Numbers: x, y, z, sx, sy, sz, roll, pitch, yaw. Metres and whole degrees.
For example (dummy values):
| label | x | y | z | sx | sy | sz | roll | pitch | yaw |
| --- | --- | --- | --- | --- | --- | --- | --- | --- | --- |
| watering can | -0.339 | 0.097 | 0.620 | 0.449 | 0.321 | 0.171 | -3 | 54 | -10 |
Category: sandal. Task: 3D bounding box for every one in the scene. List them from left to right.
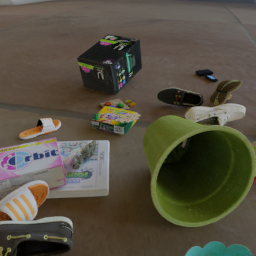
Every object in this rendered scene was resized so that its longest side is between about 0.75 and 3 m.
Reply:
| label | x | y | z | sx | sy | sz | roll | pitch | yaw |
| --- | --- | --- | --- | --- | --- | --- | --- | --- | --- |
| sandal | -3.018 | 2.334 | 6.979 | 2.568 | 0.984 | 0.736 | -31 | 45 | -27 |
| sandal | -3.438 | -0.060 | 11.008 | 1.712 | 0.490 | 0.656 | -25 | 40 | -33 |
| sandal | 4.609 | -1.606 | 13.398 | 0.932 | 0.627 | 2.322 | 21 | 53 | 36 |

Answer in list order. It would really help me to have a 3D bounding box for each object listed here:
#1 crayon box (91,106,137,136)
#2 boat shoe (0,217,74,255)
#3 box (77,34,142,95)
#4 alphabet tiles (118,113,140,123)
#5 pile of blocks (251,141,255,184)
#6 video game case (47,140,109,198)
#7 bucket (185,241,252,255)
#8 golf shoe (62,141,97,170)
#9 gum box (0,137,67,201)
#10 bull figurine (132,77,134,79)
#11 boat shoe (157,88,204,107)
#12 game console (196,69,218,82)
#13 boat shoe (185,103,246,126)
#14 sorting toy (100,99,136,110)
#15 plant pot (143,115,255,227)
| label | x | y | z | sx | sy | sz | roll | pitch | yaw |
| --- | --- | --- | --- | --- | --- | --- | --- | --- | --- |
| crayon box | -0.560 | -0.334 | 11.479 | 1.502 | 0.438 | 1.296 | 13 | 35 | 19 |
| boat shoe | -2.504 | 2.653 | 6.431 | 2.473 | 0.882 | 0.745 | -6 | 29 | -14 |
| box | -0.858 | -3.359 | 14.549 | 2.106 | 1.762 | 2.835 | 19 | 49 | 26 |
| alphabet tiles | 0.043 | -0.399 | 10.926 | 0.839 | 0.061 | 0.821 | -21 | 25 | -16 |
| pile of blocks | 3.822 | 1.251 | 8.908 | 2.652 | 1.089 | 0.824 | -31 | 86 | -26 |
| video game case | -2.010 | 1.249 | 9.122 | 2.780 | 0.329 | 2.530 | -2 | 33 | -2 |
| bucket | 1.730 | 3.358 | 4.794 | 2.283 | 1.485 | 2.283 | 0 | 32 | 0 |
| golf shoe | -1.571 | 0.772 | 9.137 | 0.656 | 0.528 | 1.349 | 13 | 33 | 28 |
| gum box | -3.174 | 1.214 | 8.088 | 2.492 | 0.824 | 1.414 | -12 | 35 | -17 |
| bull figurine | -0.206 | -2.983 | 15.663 | 0.711 | 0.382 | 1.172 | -29 | 41 | -32 |
| boat shoe | 2.361 | -1.362 | 12.656 | 2.092 | 0.765 | 0.656 | 7 | 17 | 3 |
| game console | 4.554 | -2.964 | 15.811 | 0.895 | 0.183 | 1.518 | -12 | 35 | -17 |
| boat shoe | 3.586 | -0.370 | 11.262 | 2.508 | 0.888 | 0.869 | -6 | 52 | -5 |
| sorting toy | -0.432 | -1.108 | 12.909 | 1.461 | 0.196 | 1.088 | -18 | 37 | -26 |
| plant pot | 1.585 | 0.838 | 8.057 | 2.810 | 2.810 | 2.669 | -8 | 21 | -12 |
